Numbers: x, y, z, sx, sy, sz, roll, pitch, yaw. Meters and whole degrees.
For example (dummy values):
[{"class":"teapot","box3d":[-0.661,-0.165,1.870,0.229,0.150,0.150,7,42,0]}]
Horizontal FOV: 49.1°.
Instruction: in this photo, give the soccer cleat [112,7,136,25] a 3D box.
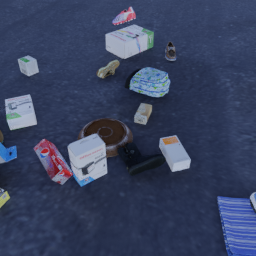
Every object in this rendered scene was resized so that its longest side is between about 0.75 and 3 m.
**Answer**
[{"class":"soccer cleat","box3d":[-0.192,-4.441,11.141,0.418,0.479,1.254,-32,25,-34]}]

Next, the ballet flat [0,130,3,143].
[{"class":"ballet flat","box3d":[-5.579,-0.165,11.049,0.727,0.775,2.143,-24,49,-26]}]

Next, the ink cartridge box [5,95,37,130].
[{"class":"ink cartridge box","box3d":[-4.544,-0.694,11.843,1.081,0.624,1.485,-15,43,-16]}]

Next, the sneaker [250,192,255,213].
[{"class":"sneaker","box3d":[4.676,2.488,7.816,2.470,0.952,0.935,30,44,28]}]

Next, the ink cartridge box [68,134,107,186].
[{"class":"ink cartridge box","box3d":[-1.289,1.051,9.161,1.054,1.453,0.608,-24,46,-25]}]

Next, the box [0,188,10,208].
[{"class":"box","box3d":[-4.586,2.011,8.844,1.623,0.407,0.611,18,44,20]}]

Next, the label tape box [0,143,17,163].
[{"class":"label tape box","box3d":[-4.881,0.873,9.768,1.780,0.588,1.275,-18,23,-17]}]

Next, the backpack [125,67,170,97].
[{"class":"backpack","box3d":[1.054,-2.152,13.184,1.865,1.434,1.521,35,43,16]}]

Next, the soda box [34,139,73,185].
[{"class":"soda box","box3d":[-2.575,1.123,9.615,0.546,0.602,1.721,-45,51,0]}]

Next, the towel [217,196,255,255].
[{"class":"towel","box3d":[3.411,2.811,8.054,1.402,0.231,1.936,3,40,2]}]

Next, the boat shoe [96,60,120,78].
[{"class":"boat shoe","box3d":[-0.924,-3.037,14.754,0.595,0.560,1.562,39,60,19]}]

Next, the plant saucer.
[{"class":"plant saucer","box3d":[-0.893,0.255,10.974,2.167,0.348,2.167,0,39,0]}]

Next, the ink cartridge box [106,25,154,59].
[{"class":"ink cartridge box","box3d":[0.090,-5.241,16.864,2.408,1.011,1.743,-31,49,-31]}]

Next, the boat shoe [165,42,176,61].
[{"class":"boat shoe","box3d":[2.459,-4.493,16.314,0.598,0.599,1.654,-3,41,-3]}]

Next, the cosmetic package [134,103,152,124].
[{"class":"cosmetic package","box3d":[0.657,-0.621,11.972,0.523,0.353,0.994,11,42,13]}]

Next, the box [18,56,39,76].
[{"class":"box","box3d":[-5.243,-3.278,14.765,0.761,0.764,0.655,29,46,31]}]

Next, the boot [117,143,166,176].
[{"class":"boot","box3d":[0.453,0.947,9.968,1.451,0.554,1.219,-19,48,-12]}]

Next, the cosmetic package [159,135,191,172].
[{"class":"cosmetic package","box3d":[1.667,0.894,10.110,0.665,0.467,1.311,-11,42,-12]}]
